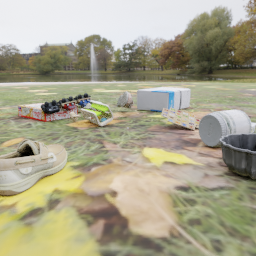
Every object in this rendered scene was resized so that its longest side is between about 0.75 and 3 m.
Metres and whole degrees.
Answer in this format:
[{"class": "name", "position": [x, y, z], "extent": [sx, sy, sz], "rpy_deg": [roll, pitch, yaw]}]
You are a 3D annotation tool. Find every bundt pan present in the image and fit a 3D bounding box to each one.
[{"class": "bundt pan", "position": [2.551, 0.550, 5.319], "extent": [1.589, 0.596, 1.589], "rpy_deg": [-1, 11, 0]}]

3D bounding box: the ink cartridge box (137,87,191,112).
[{"class": "ink cartridge box", "position": [1.831, -1.475, 14.074], "extent": [1.764, 1.034, 2.409], "rpy_deg": [9, 14, 36]}]

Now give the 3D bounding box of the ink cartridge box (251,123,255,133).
[{"class": "ink cartridge box", "position": [3.263, -0.001, 8.841], "extent": [1.232, 0.293, 1.247], "rpy_deg": [9, 13, 44]}]

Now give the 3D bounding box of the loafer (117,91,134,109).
[{"class": "loafer", "position": [-0.011, -1.176, 12.379], "extent": [0.629, 0.719, 2.000], "rpy_deg": [15, -2, -13]}]

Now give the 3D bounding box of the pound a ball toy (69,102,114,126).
[{"class": "pound a ball toy", "position": [-1.334, -0.390, 10.186], "extent": [1.042, 0.679, 1.599], "rpy_deg": [-33, 25, -22]}]

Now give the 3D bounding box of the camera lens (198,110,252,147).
[{"class": "camera lens", "position": [2.508, 0.006, 7.197], "extent": [1.123, 0.899, 0.899], "rpy_deg": [-7, 13, -29]}]

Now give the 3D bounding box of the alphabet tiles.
[{"class": "alphabet tiles", "position": [1.838, -0.335, 9.574], "extent": [1.398, 0.044, 1.163], "rpy_deg": [19, 29, 5]}]

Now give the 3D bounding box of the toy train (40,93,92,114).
[{"class": "toy train", "position": [-2.343, -0.946, 11.048], "extent": [2.322, 0.532, 0.396], "rpy_deg": [-21, 0, -44]}]

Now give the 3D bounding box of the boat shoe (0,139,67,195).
[{"class": "boat shoe", "position": [-1.719, 0.542, 5.176], "extent": [0.730, 0.657, 2.024], "rpy_deg": [3, 12, 15]}]

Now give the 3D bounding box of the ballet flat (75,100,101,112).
[{"class": "ballet flat", "position": [-2.056, -1.067, 12.751], "extent": [2.112, 0.733, 0.733], "rpy_deg": [11, 16, 33]}]

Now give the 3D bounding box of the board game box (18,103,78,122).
[{"class": "board game box", "position": [-3.379, -0.717, 11.755], "extent": [2.090, 0.484, 1.584], "rpy_deg": [11, 16, 42]}]
